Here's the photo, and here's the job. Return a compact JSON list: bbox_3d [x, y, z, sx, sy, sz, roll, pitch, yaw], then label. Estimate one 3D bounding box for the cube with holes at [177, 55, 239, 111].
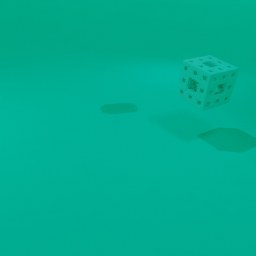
[{"bbox_3d":[1.697,-0.992,6.060,0.822,0.822,0.822,-16,39,-28],"label":"cube with holes"}]
